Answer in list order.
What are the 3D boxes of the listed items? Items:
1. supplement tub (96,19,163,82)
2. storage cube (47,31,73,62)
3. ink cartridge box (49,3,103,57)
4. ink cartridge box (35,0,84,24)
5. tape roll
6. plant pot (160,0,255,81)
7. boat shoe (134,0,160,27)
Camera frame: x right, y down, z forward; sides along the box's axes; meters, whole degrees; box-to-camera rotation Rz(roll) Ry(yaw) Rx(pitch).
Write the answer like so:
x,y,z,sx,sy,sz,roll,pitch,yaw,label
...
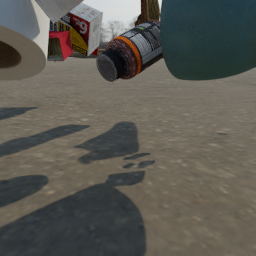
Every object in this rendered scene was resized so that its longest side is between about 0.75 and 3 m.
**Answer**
x,y,z,sx,sy,sz,roll,pitch,yaw,label
0.127,-1.721,6.358,0.960,0.960,1.795,17,45,44,supplement tub
-2.632,-3.012,10.267,0.841,0.984,0.884,5,35,13,storage cube
-2.473,-4.204,11.888,2.517,2.210,1.055,28,51,10,ink cartridge box
-0.991,-2.336,4.468,1.396,0.761,0.352,-12,37,42,ink cartridge box
-2.542,-1.978,5.309,2.038,1.399,2.038,-2,-17,-1,tape roll
2.011,-2.079,5.226,1.767,2.623,2.623,18,24,33,plant pot
0.601,-3.487,9.525,0.827,2.447,0.881,15,57,19,boat shoe
